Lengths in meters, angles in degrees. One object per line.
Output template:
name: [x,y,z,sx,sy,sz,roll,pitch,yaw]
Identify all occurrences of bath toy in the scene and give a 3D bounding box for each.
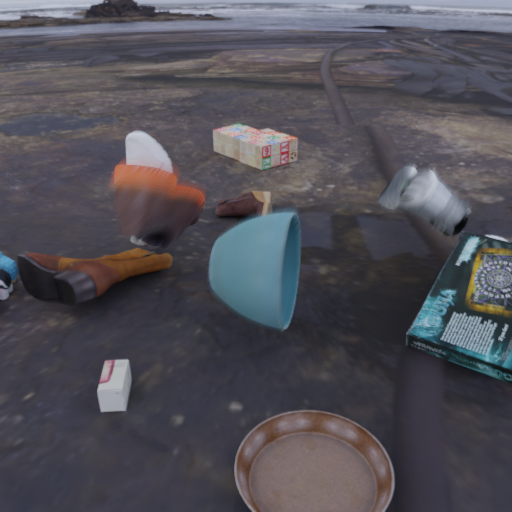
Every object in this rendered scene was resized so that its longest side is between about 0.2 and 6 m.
bath toy: [-4.733,0.589,9.433,0.911,0.774,2.094,-3,29,-6]

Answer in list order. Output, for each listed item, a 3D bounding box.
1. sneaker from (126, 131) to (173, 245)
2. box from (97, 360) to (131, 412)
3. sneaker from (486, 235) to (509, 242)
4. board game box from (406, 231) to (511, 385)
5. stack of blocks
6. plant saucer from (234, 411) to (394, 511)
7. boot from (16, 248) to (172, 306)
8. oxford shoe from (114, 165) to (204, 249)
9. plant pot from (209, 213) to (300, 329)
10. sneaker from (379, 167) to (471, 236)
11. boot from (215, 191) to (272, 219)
sneaker: [-2.144,-1.248,10.815,0.847,2.274,0.990,4,24,31]
box: [-1.925,1.767,7.639,0.339,0.398,0.622,-2,28,-3]
sneaker: [4.254,0.337,9.826,0.933,0.868,2.162,-13,30,-19]
board game box: [3.671,0.698,8.851,1.718,0.358,2.541,18,52,30]
stack of blocks: [-0.055,-3.316,16.716,1.363,0.693,2.367,-21,35,-34]
plant saucer: [0.645,2.502,6.383,1.785,0.307,1.785,1,28,0]
boot: [-3.023,0.110,10.403,2.088,0.759,2.218,6,20,37]
oxford shoe: [-1.654,-0.699,9.547,1.125,1.146,3.161,5,-2,11]
plant pot: [-0.041,0.177,8.534,1.173,1.742,1.742,5,29,12]
sneaker: [3.435,-0.982,11.275,1.513,0.983,2.619,37,10,-5]
boot: [-0.282,-0.983,12.790,1.289,0.560,1.549,-10,29,8]
